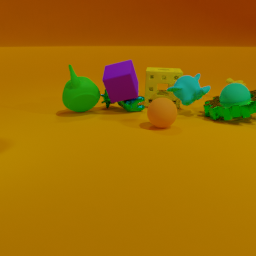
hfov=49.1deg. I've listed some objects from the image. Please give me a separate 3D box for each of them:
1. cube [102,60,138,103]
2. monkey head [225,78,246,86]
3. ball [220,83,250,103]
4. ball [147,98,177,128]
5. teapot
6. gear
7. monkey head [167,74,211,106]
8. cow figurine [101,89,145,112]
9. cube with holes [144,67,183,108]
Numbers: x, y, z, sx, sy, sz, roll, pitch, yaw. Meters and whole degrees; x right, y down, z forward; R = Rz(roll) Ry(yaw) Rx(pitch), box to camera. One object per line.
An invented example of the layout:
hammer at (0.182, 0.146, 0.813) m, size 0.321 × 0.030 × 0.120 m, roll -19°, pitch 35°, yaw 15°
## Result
cube at (-0.226, -1.577, 9.489) m, size 0.961 × 0.961 × 0.961 m, roll -11°, pitch 39°, yaw 12°
monkey head at (4.245, -1.630, 11.195) m, size 1.028 × 0.620 × 0.740 m, roll -39°, pitch 54°, yaw -7°
ball at (3.455, -0.988, 9.062) m, size 0.930 × 0.930 × 0.930 m, roll 0°, pitch 18°, yaw 0°
ball at (0.985, -0.439, 8.087) m, size 0.868 × 0.868 × 0.868 m, roll 0°, pitch 18°, yaw 0°
teapot at (-1.631, -1.244, 9.452) m, size 1.299 × 2.089 × 1.023 m, roll -18°, pitch 62°, yaw -4°
gear at (3.544, -0.788, 9.112) m, size 2.066 × 0.382 × 2.066 m, roll -14°, pitch 15°, yaw 4°
monkey head at (2.109, -1.356, 9.361) m, size 1.620 × 0.976 × 1.166 m, roll -28°, pitch -2°, yaw -32°
cow figurine at (-0.219, -1.002, 10.080) m, size 1.386 × 0.773 × 1.408 m, roll -12°, pitch 34°, yaw -15°
cube with holes at (1.348, -1.591, 10.843) m, size 1.323 × 1.323 × 1.323 m, roll 3°, pitch 18°, yaw 5°
